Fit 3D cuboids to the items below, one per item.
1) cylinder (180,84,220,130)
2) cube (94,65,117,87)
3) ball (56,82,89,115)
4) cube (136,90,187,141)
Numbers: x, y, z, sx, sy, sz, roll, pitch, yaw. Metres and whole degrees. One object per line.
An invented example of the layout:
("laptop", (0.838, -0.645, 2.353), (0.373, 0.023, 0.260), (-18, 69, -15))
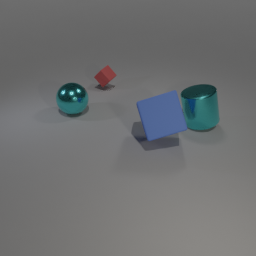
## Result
("cylinder", (2.898, -0.852, 11.245), (1.400, 1.400, 1.400), (-12, 28, 6))
("cube", (-1.167, -2.670, 14.429), (0.700, 0.700, 0.700), (-33, 12, 45))
("ball", (-2.421, -1.277, 12.195), (1.400, 1.400, 1.400), (0, 31, 0))
("cube", (1.160, -0.436, 10.044), (1.400, 1.400, 1.400), (-17, 2, 2))
